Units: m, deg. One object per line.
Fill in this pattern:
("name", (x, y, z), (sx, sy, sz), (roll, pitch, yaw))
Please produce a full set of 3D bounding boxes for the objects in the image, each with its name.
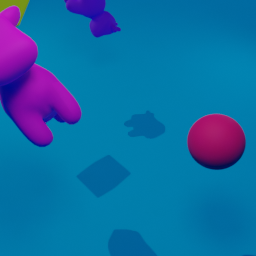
("cube", (-2.169, -2.204, 4.774), (0.744, 0.744, 0.744), (12, 81, 55))
("cow figurine", (-1.329, -0.581, 3.444), (0.919, 1.648, 1.675), (-40, 17, -14))
("ball", (1.157, 0.182, 3.695), (0.735, 0.735, 0.735), (0, 47, 0))
("cow figurine", (-0.699, -2.798, 6.309), (1.401, 1.424, 0.782), (6, 41, -26))
